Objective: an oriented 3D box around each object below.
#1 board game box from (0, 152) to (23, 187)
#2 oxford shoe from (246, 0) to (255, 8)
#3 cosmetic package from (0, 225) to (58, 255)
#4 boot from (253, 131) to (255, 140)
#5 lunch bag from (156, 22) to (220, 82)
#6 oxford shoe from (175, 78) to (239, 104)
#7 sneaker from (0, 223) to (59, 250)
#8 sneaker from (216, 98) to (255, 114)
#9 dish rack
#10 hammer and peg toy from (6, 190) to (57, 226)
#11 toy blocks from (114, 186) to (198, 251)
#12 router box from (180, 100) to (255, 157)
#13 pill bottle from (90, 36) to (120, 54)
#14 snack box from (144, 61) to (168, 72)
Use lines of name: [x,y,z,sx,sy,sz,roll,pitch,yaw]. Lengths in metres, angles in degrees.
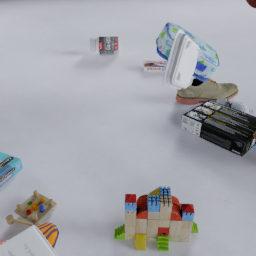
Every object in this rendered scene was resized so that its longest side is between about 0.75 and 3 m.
board game box: [-4.213,1.177,8.163,1.727,0.405,1.304,14,35,20]
oxford shoe: [4.425,-4.175,9.430,1.004,0.354,0.376,41,37,17]
cosmetic package: [-1.737,3.055,3.903,2.201,1.842,1.831,-27,43,-34]
boot: [5.199,0.450,8.597,1.580,0.759,2.160,-37,68,-18]
lunch bag: [2.101,-2.726,10.037,2.280,0.940,1.833,25,37,-14]
oxford shoe: [3.499,-1.728,12.034,2.907,1.087,1.024,-9,34,-14]
sneaker: [-2.303,2.415,5.487,0.840,1.213,2.165,22,39,31]
sneaker: [4.242,-0.804,11.123,0.889,0.581,1.546,4,14,-23]
dish rack: [1.693,-1.926,8.328,0.405,1.596,1.860,19,11,25]
hammer and peg toy: [-2.344,2.063,6.822,0.787,0.377,1.070,19,37,24]
toy blocks: [0.670,1.884,6.203,1.949,1.333,0.974,2,33,2]
router box: [3.398,-0.106,9.943,1.815,0.621,2.433,-27,42,-36]
pill bottle: [-1.414,-5.121,17.336,1.840,1.048,1.048,-1,33,-2]
snack box: [2.179,-3.379,15.307,2.629,0.320,0.945,1,33,1]
